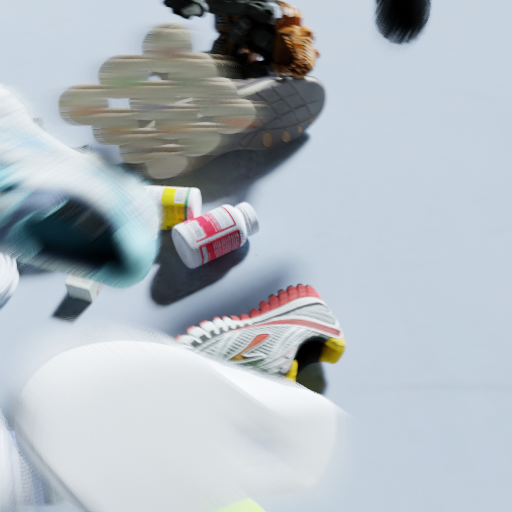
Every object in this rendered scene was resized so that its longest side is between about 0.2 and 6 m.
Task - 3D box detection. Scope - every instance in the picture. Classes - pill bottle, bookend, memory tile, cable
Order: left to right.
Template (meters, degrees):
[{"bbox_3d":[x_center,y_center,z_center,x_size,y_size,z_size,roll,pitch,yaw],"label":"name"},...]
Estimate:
[{"bbox_3d":[-3.807,0.339,7.510,1.162,0.402,1.161,9,47,8],"label":"cable"},{"bbox_3d":[-1.691,1.444,3.814,0.493,0.889,0.493,-17,60,32],"label":"pill bottle"},{"bbox_3d":[-3.353,-1.409,8.703,2.051,0.945,2.038,-5,48,-5],"label":"bookend"},{"bbox_3d":[-1.423,-0.702,8.277,1.136,0.641,0.641,3,48,3],"label":"pill bottle"},{"bbox_3d":[-0.987,-1.554,6.124,1.596,2.083,0.175,-27,69,15],"label":"memory tile"},{"bbox_3d":[-0.559,-0.325,7.934,1.142,0.641,0.641,-25,53,-21],"label":"pill bottle"}]

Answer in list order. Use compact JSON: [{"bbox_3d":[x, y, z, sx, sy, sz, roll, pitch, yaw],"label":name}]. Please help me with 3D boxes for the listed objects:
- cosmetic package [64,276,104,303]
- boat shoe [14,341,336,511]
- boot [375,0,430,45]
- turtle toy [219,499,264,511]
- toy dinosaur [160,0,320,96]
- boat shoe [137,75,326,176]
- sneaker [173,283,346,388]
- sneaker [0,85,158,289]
[{"bbox_3d":[-2.242,0.240,7.648,0.379,0.320,0.732,15,49,12],"label":"cosmetic package"},{"bbox_3d":[-0.437,1.029,3.621,0.900,2.627,0.946,5,83,39],"label":"boat shoe"},{"bbox_3d":[1.635,-3.747,7.005,0.755,2.006,1.500,-22,24,29],"label":"boot"},{"bbox_3d":[-0.503,3.109,4.349,1.946,1.350,2.670,-12,44,25],"label":"turtle toy"},{"bbox_3d":[-0.114,-4.037,10.097,3.004,2.261,4.426,-6,10,-20],"label":"toy dinosaur"},{"bbox_3d":[-0.464,-2.501,9.466,3.455,1.287,1.267,-19,51,-18],"label":"boat shoe"},{"bbox_3d":[-0.089,1.216,6.331,2.548,0.992,1.047,-25,54,-20],"label":"sneaker"},{"bbox_3d":[-2.113,-0.665,4.573,3.111,1.207,1.343,25,17,-28],"label":"sneaker"}]
